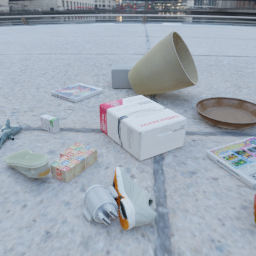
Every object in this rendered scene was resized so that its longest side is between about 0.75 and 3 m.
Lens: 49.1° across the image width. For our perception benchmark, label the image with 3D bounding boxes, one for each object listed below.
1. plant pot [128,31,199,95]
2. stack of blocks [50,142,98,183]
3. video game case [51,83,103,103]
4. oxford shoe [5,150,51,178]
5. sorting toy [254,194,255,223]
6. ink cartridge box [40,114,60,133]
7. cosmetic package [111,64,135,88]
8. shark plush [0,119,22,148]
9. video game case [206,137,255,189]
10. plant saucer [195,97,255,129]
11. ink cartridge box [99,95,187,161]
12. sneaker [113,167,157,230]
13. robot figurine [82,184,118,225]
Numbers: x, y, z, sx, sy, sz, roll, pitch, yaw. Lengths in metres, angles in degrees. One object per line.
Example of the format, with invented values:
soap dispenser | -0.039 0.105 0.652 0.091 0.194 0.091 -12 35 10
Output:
plant pot | 1.579 -2.875 14.026 2.958 2.770 2.770 -21 15 29
stack of blocks | -1.719 1.035 8.710 0.843 0.429 1.463 15 31 28
video game case | -2.691 -1.926 14.907 1.888 0.238 2.073 19 32 34
oxford shoe | -3.065 1.093 8.472 2.208 0.637 0.830 4 27 44
sorting toy | 3.681 1.887 6.772 2.143 0.880 1.288 -2 39 -31
ink cartridge box | -3.069 -0.173 11.020 0.750 0.543 0.315 18 30 33
cosmetic package | 0.413 -3.006 16.058 2.769 1.249 1.479 -2 26 2
shark plush | -4.429 0.230 10.329 0.612 0.668 1.470 28 18 -14
video game case | 4.011 1.010 8.972 2.197 0.260 2.000 -13 29 -23
plant saucer | 4.315 -0.612 11.945 2.869 0.525 2.869 0 27 0
ink cartridge box | 0.468 -0.132 10.227 1.997 1.164 2.759 -16 30 -29
sneaker | 0.136 1.736 7.151 0.896 0.738 1.949 1 33 -15
robot figurine | -0.682 1.837 6.853 0.975 0.649 1.149 -38 36 -8
